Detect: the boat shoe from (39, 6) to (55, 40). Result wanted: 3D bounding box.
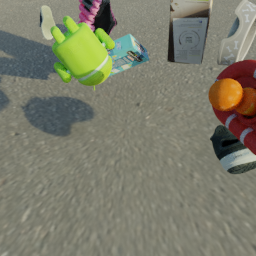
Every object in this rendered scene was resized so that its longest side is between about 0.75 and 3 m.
[{"bbox_3d":[-2.573,-3.286,8.885,0.454,0.379,1.218,-4,70,-27],"label":"boat shoe"}]

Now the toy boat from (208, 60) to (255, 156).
[{"bbox_3d":[1.470,-0.342,3.516,1.018,1.016,1.558,15,23,-17],"label":"toy boat"}]

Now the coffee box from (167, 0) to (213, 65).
[{"bbox_3d":[1.598,-2.969,7.033,0.946,2.370,1.340,9,48,14],"label":"coffee box"}]

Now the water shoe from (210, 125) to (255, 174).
[{"bbox_3d":[2.453,-0.034,4.532,2.238,0.800,0.883,-20,66,-6],"label":"water shoe"}]

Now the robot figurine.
[{"bbox_3d":[-1.003,-1.630,6.229,1.438,1.639,0.948,-39,31,0],"label":"robot figurine"}]

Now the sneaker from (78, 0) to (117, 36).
[{"bbox_3d":[-0.847,-3.499,8.681,1.256,2.633,1.040,-18,61,-31],"label":"sneaker"}]

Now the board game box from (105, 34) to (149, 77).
[{"bbox_3d":[-0.376,-1.902,7.680,1.593,0.374,1.202,-17,-11,22],"label":"board game box"}]

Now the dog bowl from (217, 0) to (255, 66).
[{"bbox_3d":[2.509,-2.044,6.249,0.427,1.458,1.458,27,45,21],"label":"dog bowl"}]
